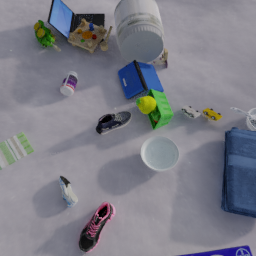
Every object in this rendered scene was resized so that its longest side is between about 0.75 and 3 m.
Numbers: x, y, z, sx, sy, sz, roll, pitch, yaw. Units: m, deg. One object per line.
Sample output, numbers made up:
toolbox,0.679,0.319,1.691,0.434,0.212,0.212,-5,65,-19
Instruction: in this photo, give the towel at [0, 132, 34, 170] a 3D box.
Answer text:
towel,-4.071,0.801,9.789,1.304,0.200,0.972,-30,65,-20

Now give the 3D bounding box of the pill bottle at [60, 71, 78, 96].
pill bottle,-2.322,-1.792,11.159,0.537,0.537,0.955,9,59,6

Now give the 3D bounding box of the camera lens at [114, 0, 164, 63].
camera lens,0.450,-4.206,11.807,1.964,1.964,2.455,-4,59,-3

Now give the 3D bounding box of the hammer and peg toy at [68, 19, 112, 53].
hammer and peg toy,-1.533,-4.007,12.397,1.889,0.666,1.389,25,67,15

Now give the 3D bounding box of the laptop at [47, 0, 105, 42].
laptop,-2.262,-5.017,12.782,2.295,1.185,2.034,0,59,0

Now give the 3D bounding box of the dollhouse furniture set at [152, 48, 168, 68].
dollhouse furniture set,1.307,-3.049,11.736,0.653,0.920,0.729,-5,60,2

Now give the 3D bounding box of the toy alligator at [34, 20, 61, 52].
toy alligator,-3.673,-3.932,12.423,0.665,0.726,2.450,-46,57,20

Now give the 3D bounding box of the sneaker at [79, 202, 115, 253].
sneaker,-0.944,2.824,8.174,0.629,0.759,1.591,26,63,13

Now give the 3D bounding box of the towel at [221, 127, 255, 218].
towel,3.942,1.414,9.069,1.657,0.720,2.968,11,58,6

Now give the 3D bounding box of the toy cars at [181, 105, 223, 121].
toy cars,2.730,-0.490,10.476,1.501,0.332,0.673,8,39,9

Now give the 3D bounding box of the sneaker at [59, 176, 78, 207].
sneaker,-1.980,2.002,8.911,0.415,0.412,1.145,-41,56,8

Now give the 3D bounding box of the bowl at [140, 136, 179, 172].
bowl,1.043,0.957,9.425,1.291,0.580,1.291,0,58,-1

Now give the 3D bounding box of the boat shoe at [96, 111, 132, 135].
boat shoe,-0.442,-0.308,10.060,1.501,0.696,0.560,-31,71,-24

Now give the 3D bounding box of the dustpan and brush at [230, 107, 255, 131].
dustpan and brush,4.586,-0.358,10.280,1.790,0.512,1.249,17,60,10

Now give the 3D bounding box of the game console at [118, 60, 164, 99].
game console,0.501,-1.907,11.460,1.345,0.933,1.576,-29,57,19

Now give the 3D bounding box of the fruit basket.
fruit basket,0.835,-0.723,10.185,1.432,1.033,1.432,9,53,-12

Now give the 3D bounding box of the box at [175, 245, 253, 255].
box,2.204,4.353,6.928,2.171,1.239,2.361,-7,59,-3
